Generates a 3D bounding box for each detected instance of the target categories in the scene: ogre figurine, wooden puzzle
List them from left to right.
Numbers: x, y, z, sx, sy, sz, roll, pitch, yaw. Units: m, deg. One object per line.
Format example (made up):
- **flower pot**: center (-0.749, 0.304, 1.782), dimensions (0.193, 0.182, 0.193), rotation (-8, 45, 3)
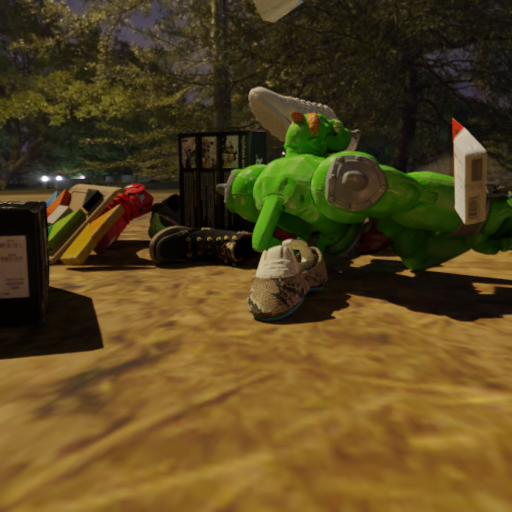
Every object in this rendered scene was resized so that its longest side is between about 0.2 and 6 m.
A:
- **wooden puzzle**: center (-3.509, -0.689, 10.233), dimensions (3.213, 0.376, 2.168), rotation (4, 47, 44)
- **ogre figurine**: center (1.347, -0.712, 8.438), dimensions (2.774, 2.270, 4.626), rotation (16, 14, -33)

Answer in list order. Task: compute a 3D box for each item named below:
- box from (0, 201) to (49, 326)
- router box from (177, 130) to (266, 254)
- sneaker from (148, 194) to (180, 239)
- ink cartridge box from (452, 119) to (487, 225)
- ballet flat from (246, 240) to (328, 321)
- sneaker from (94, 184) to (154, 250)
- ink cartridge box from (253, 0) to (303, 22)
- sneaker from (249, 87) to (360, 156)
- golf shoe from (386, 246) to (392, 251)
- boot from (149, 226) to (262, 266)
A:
- **box**: center (-3.674, 0.024, 6.012), dimensions (2.718, 1.170, 2.226), rotation (-3, 8, -18)
- **router box**: center (-0.657, -1.186, 10.628), dimensions (1.717, 2.302, 0.588), rotation (6, 11, 33)
- **sneaker**: center (-1.738, -0.970, 13.545), dimensions (0.977, 1.066, 2.545), rotation (2, 8, 16)
- **ink cartridge box**: center (2.071, -0.879, 5.696), dimensions (0.224, 0.760, 0.949), rotation (-12, 32, 5)
- **ballet flat**: center (0.363, 0.187, 6.472), dimensions (0.657, 0.729, 1.936), rotation (-1, 7, 23)
- **sneaker**: center (-2.969, -1.085, 12.038), dimensions (1.768, 1.199, 3.061), rotation (-31, 21, -19)
- **ink cartridge box**: center (0.377, -4.200, 9.261), dimensions (0.630, 0.369, 0.860), rotation (-26, 10, 21)
- **sneaker**: center (1.039, -3.002, 12.460), dimensions (2.626, 1.057, 1.003), rotation (35, -7, -3)
- **golf shoe**: center (2.372, -0.367, 11.363), dimensions (0.917, 0.738, 1.886), rotation (-18, 5, -7)
- **boot**: center (-0.805, -0.144, 9.436), dimensions (1.279, 0.621, 1.698), rotation (9, 9, 39)
